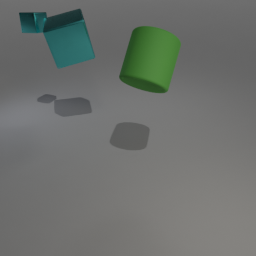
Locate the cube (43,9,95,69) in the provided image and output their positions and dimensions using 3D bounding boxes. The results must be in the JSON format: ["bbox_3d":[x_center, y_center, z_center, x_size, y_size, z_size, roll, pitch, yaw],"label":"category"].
[{"bbox_3d":[-2.088,-3.188,9.964,1.400,1.400,1.400,-17,40,-2],"label":"cube"}]

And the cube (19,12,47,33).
[{"bbox_3d":[-3.469,-3.899,10.354,0.700,0.700,0.700,9,25,21],"label":"cube"}]

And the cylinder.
[{"bbox_3d":[0.605,-1.834,7.727,1.400,1.400,1.400,16,-3,1],"label":"cylinder"}]
